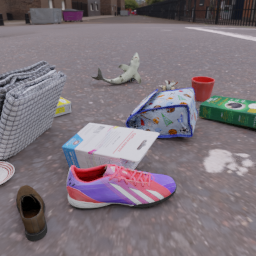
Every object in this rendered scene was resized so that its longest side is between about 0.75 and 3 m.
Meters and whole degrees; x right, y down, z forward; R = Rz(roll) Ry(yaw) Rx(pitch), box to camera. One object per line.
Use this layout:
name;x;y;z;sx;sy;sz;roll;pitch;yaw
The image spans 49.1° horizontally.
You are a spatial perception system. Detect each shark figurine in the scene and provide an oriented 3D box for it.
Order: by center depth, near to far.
shark figurine;-0.433;-2.721;14.887;2.722;1.626;1.136;-26;6;-14

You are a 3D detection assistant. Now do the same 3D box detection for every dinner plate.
dinner plate;-3.557;1.231;7.143;1.264;0.153;1.264;0;26;0

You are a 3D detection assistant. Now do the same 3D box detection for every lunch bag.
lunch bag;1.156;-0.554;9.603;2.181;1.351;1.855;-5;22;22

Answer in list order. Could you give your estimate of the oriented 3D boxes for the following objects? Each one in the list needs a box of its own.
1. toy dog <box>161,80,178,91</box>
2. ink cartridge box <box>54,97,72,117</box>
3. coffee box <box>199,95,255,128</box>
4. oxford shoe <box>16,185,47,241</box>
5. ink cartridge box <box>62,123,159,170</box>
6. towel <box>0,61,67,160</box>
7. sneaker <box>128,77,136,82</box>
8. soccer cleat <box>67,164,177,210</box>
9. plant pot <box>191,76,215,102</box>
toy dog;2.058;-2.127;13.680;0.809;0.591;1.227;0;25;0
ink cartridge box;-3.992;-0.888;11.061;2.560;0.602;2.530;-19;34;-40
coffee box;4.129;-0.625;10.437;2.555;0.562;1.571;14;28;32
oxford shoe;-2.031;1.568;5.869;0.560;0.651;1.541;-16;28;-26
ink cartridge box;-0.390;0.599;7.332;2.262;0.767;1.302;8;35;30
towel;-3.119;-0.658;8.341;1.176;2.276;2.748;29;31;3
sneaker;0.223;-2.769;15.375;0.344;0.303;0.773;17;30;26
soccer cleat;-0.111;1.222;6.261;2.494;0.913;0.851;-2;26;-5
plant pot;3.284;-1.723;12.450;1.038;0.918;1.038;1;26;0
